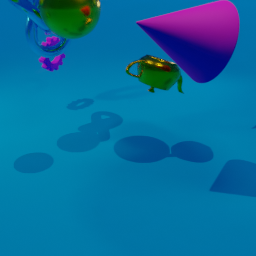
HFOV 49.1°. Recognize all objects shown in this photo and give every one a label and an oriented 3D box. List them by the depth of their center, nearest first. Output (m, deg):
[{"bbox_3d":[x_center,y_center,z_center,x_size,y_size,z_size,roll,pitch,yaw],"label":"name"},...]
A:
[{"bbox_3d":[0.875,-1.754,5.196,1.587,1.581,1.581,7,24,-21],"label":"cone"},{"bbox_3d":[-1.321,-2.768,6.426,1.397,1.397,1.397,0,28,0],"label":"ball"},{"bbox_3d":[0.753,-1.268,6.865,1.741,0.852,1.082,12,17,-23],"label":"teapot"},{"bbox_3d":[-2.347,-2.948,7.862,0.947,1.917,2.049,-9,25,18],"label":"knot shape"},{"bbox_3d":[-2.630,-2.579,9.791,0.215,1.163,1.163,20,33,20],"label":"gear"}]
